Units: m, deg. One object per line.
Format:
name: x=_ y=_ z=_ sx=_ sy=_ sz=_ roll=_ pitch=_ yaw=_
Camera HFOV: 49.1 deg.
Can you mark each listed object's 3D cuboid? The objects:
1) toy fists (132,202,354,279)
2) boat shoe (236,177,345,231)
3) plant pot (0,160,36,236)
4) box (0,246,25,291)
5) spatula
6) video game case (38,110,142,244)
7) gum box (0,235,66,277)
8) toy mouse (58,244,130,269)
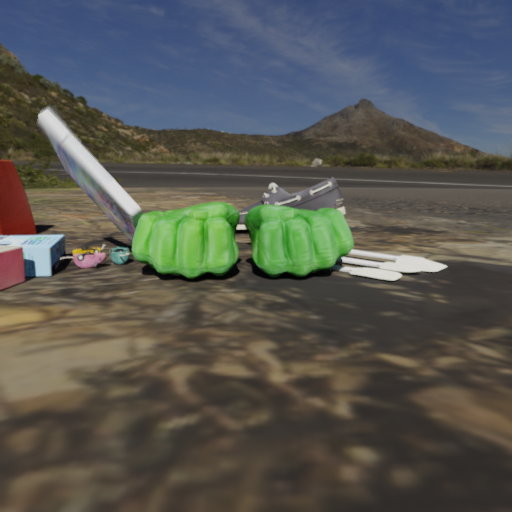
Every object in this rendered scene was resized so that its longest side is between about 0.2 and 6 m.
toy fists: x=-0.182 y=-0.253 z=7.887 sx=3.070 sy=1.056 sz=1.565 roll=1 pitch=13 yaw=-6
boat shoe: x=0.531 y=-1.239 z=13.548 sx=3.325 sy=1.043 sz=1.208 roll=-10 pitch=6 yaw=-15
plant pot: x=-6.020 y=-1.192 z=11.903 sx=1.925 sy=1.698 sz=1.927 roll=0 pitch=9 yaw=0
box: x=-3.366 y=0.172 z=6.903 sx=0.587 sy=0.500 sz=0.918 roll=1 pitch=9 yaw=8
spatula: x=1.630 y=0.123 z=8.540 sx=1.461 sy=0.169 sz=2.101 roll=-15 pitch=15 yaw=-40
video game case: x=-2.469 y=-1.065 z=8.816 sx=0.205 sy=2.272 sz=1.627 roll=-40 pitch=-17 yaw=-17
gum box: x=-3.957 y=-0.015 z=8.315 sx=1.968 sy=0.438 sz=1.672 roll=-2 pitch=9 yaw=-11
toy mouse: x=-2.367 y=0.037 z=8.637 sx=1.121 sy=0.244 sz=1.261 roll=4 pitch=10 yaw=29
